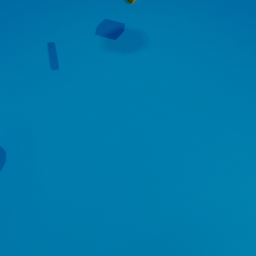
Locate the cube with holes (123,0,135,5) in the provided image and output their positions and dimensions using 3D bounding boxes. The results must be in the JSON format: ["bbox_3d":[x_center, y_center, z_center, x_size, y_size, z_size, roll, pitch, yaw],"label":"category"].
[{"bbox_3d":[-0.007,-4.072,7.972,0.752,0.752,0.752,33,15,-18],"label":"cube with holes"}]
